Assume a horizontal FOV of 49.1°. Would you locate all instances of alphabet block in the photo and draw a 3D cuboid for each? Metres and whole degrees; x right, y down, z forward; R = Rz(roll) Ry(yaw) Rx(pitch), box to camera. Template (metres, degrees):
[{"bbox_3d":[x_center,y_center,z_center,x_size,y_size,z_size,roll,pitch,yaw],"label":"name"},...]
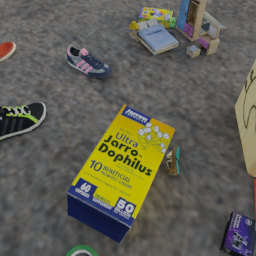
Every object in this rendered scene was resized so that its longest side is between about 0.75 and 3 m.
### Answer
[{"bbox_3d":[4.877,-0.497,7.442,2.913,2.967,2.898,6,50,4],"label":"alphabet block"}]

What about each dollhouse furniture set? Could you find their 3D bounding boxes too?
[{"bbox_3d":[1.765,-4.028,11.068,2.788,1.819,2.632,-22,54,-17],"label":"dollhouse furniture set"}]

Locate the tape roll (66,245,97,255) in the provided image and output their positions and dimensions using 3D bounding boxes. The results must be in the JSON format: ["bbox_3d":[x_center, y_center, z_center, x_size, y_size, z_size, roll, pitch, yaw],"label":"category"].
[{"bbox_3d":[-1.055,3.074,6.320,0.794,0.191,0.794,0,51,1],"label":"tape roll"}]

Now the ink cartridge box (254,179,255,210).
[{"bbox_3d":[4.301,2.102,6.917,2.092,0.494,1.674,12,52,8],"label":"ink cartridge box"}]

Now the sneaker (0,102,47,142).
[{"bbox_3d":[-3.629,-0.261,8.512,2.422,1.003,0.868,-30,57,-22],"label":"sneaker"}]

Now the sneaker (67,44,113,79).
[{"bbox_3d":[-1.480,-2.490,10.448,2.010,0.824,0.705,23,54,18],"label":"sneaker"}]

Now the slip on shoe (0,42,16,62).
[{"bbox_3d":[-5.375,-2.932,10.943,2.071,0.634,0.767,-33,56,-26],"label":"slip on shoe"}]

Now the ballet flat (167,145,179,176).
[{"bbox_3d":[1.288,0.926,8.042,0.354,0.332,0.979,-6,52,20],"label":"ballet flat"}]

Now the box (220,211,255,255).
[{"bbox_3d":[2.650,2.563,6.633,0.661,0.369,0.936,22,54,14],"label":"box"}]

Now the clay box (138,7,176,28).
[{"bbox_3d":[1.372,-5.062,12.826,1.650,0.393,0.948,9,52,8],"label":"clay box"}]

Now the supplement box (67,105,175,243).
[{"bbox_3d":[-0.143,1.062,6.905,1.503,1.513,2.762,26,54,6],"label":"supplement box"}]

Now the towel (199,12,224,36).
[{"bbox_3d":[3.364,-4.695,12.682,1.388,0.249,1.441,-22,56,-13],"label":"towel"}]
